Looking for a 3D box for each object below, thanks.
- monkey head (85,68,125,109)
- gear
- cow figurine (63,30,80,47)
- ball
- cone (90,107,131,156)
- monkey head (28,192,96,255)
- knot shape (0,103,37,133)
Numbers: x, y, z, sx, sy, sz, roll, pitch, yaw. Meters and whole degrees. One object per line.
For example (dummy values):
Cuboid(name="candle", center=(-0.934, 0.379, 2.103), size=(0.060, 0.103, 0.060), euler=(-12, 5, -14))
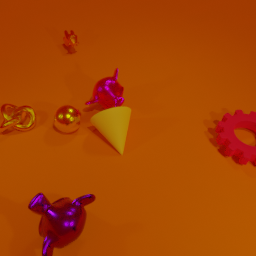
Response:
Cuboid(name="monkey head", center=(-0.607, -1.109, 8.966), size=(1.576, 0.950, 1.134), euler=(-48, 26, 2))
Cuboid(name="gear", center=(3.577, 0.251, 8.298), size=(1.865, 0.345, 1.865), euler=(2, 50, -2))
Cuboid(name="cow figurine", center=(-2.384, -3.628, 11.676), size=(0.513, 0.934, 0.919), euler=(-11, 73, -26))
Cuboid(name="ball", center=(-1.860, -0.292, 8.648), size=(0.880, 0.880, 0.880), euler=(0, 47, 0))
Cuboid(name="cone", center=(-0.344, 0.212, 8.348), size=(1.281, 1.281, 1.286), euler=(-13, 75, -12))
Cuboid(name="monkey head", center=(-1.551, 1.997, 6.212), size=(1.031, 1.231, 1.711), euler=(15, 58, 42))
Cuboid(name="knot shape", center=(-3.613, -0.265, 8.811), size=(1.246, 0.576, 1.166), euler=(25, 52, 21))
